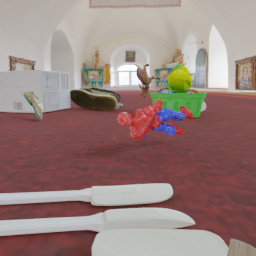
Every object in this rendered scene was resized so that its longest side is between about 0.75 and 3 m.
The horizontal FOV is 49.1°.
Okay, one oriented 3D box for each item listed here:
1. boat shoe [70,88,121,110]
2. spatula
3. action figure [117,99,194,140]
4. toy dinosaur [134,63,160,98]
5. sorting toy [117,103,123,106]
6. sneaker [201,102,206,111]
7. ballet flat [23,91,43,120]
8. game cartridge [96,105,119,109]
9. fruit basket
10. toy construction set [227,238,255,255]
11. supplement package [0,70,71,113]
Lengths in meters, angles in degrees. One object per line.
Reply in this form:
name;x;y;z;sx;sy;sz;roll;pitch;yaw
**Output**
boat shoe;-1.423;-1.334;12.302;2.467;0.882;0.811;11;35;29
spatula;-0.660;0.735;2.141;2.459;0.198;1.710;-1;10;-6
action figure;0.454;-0.128;4.582;0.510;0.646;1.974;42;22;23
toy dinosaur;0.547;-1.819;10.216;0.865;1.277;0.548;-35;1;-30
sorting toy;-0.977;-1.304;13.363;1.121;0.393;1.128;5;1;-30
sneaker;2.324;-0.851;11.283;1.508;0.567;0.667;7;-2;0
ballet flat;-2.871;-0.745;8.752;0.364;1.115;0.393;-29;-18;-21
game cartridge;-1.011;-0.955;12.686;1.086;0.208;0.704;7;7;35
fruit basket;1.790;-1.336;9.807;1.977;1.977;1.426;3;8;17
toy construction set;0.454;0.403;0.523;1.281;1.536;1.180;3;0;-39
supplement package;-3.877;-1.546;11.680;2.132;1.640;2.230;3;10;18
